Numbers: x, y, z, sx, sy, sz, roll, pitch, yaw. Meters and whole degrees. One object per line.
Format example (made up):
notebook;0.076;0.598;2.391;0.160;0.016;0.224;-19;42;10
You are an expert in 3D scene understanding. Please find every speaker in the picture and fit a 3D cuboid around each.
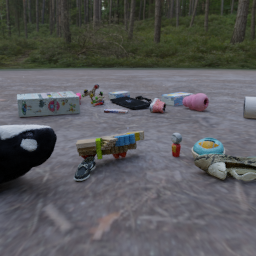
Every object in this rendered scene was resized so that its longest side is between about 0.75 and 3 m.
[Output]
speaker;5.329;-0.715;10.363;1.988;0.807;0.807;5;16;19

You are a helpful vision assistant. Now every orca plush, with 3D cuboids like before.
orca plush;-2.697;0.697;4.712;2.944;1.549;1.047;-2;46;-15

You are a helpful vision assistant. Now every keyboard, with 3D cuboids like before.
keyboard;0.305;-1.248;13.469;1.607;0.260;2.529;-14;21;-25

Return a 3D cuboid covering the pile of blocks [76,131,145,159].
pile of blocks;-0.317;0.464;6.333;1.785;0.555;0.733;-10;7;-27

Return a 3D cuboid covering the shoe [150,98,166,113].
shoe;1.359;-0.949;12.004;0.586;0.460;1.289;6;21;17

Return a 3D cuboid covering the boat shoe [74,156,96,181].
boat shoe;-0.884;0.807;5.710;0.318;0.253;0.840;4;16;7

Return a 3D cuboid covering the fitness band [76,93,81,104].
fitness band;-3.147;-1.435;13.829;1.644;0.428;2.289;-3;14;-10

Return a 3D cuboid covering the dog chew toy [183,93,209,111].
dog chew toy;2.901;-1.131;12.215;0.752;0.752;1.208;-12;12;-38

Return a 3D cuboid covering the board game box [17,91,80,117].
board game box;-3.326;-1.024;11.651;2.352;0.756;1.735;-6;16;-19

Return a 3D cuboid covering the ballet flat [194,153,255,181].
ballet flat;2.054;0.793;5.501;1.441;0.489;0.542;3;35;5

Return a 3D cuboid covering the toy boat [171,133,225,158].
toy boat;1.605;0.439;6.481;1.232;0.572;1.035;5;16;17

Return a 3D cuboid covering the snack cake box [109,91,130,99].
snack cake box;-0.466;-1.775;15.223;1.047;0.352;0.602;-14;19;-42

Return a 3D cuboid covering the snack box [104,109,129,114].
snack box;-0.486;-0.703;11.649;0.981;0.119;0.353;4;15;14

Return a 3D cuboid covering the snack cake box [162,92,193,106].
snack cake box;2.416;-1.419;13.645;1.411;0.474;0.811;-13;18;-38

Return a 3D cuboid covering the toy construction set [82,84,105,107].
toy construction set;-1.689;-1.411;13.335;0.947;1.028;1.232;-17;37;5
